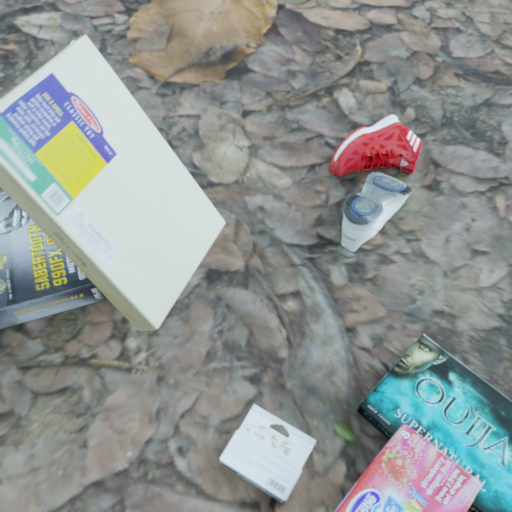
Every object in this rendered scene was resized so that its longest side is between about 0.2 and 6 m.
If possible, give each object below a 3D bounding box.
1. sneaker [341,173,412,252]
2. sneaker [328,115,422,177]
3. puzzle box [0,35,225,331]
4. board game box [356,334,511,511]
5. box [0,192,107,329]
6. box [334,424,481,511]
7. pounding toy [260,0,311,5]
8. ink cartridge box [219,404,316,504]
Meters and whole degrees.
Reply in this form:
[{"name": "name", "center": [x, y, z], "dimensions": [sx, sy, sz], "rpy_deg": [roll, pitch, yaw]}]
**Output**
[{"name": "sneaker", "center": [2.439, -0.974, 11.832], "dimensions": [0.928, 1.084, 2.490], "rpy_deg": [34, 44, 23]}, {"name": "sneaker", "center": [2.847, -2.279, 12.681], "dimensions": [2.368, 0.928, 1.368], "rpy_deg": [-37, 63, -20]}, {"name": "puzzle box", "center": [-2.293, -1.111, 8.970], "dimensions": [0.514, 4.041, 2.688], "rpy_deg": [-10, 37, 40]}, {"name": "board game box", "center": [3.429, 2.893, 9.536], "dimensions": [2.846, 0.401, 1.925], "rpy_deg": [39, 65, 23]}, {"name": "box", "center": [-4.418, -0.164, 11.377], "dimensions": [2.304, 0.703, 2.909], "rpy_deg": [-15, 57, -10]}, {"name": "box", "center": [1.758, 4.099, 8.101], "dimensions": [1.386, 1.448, 2.904], "rpy_deg": [37, 64, 22]}, {"name": "pounding toy", "center": [0.805, -5.201, 10.332], "dimensions": [1.434, 1.107, 0.665], "rpy_deg": [17, 26, 37]}, {"name": "ink cartridge box", "center": [0.196, 3.281, 9.356], "dimensions": [1.271, 0.277, 1.103], "rpy_deg": [27, 60, 17]}]
